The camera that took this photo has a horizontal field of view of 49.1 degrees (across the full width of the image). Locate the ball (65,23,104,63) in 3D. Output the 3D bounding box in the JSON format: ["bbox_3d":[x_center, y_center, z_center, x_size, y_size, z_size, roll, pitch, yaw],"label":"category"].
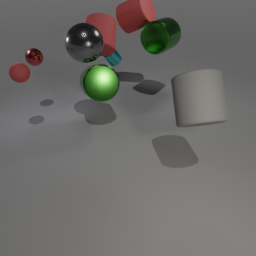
[{"bbox_3d":[-1.581,-3.085,10.188,1.400,1.400,1.400,0,32,0],"label":"ball"}]

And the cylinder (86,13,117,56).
[{"bbox_3d":[-1.235,-4.133,12.492,1.400,1.400,1.400,4,-9,1],"label":"cylinder"}]

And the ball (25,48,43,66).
[{"bbox_3d":[-3.767,-2.848,11.256,0.700,0.700,0.700,0,32,0],"label":"ball"}]

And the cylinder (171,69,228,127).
[{"bbox_3d":[1.979,-0.789,7.838,1.400,1.400,1.400,-6,-4,0],"label":"cylinder"}]

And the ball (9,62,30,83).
[{"bbox_3d":[-3.796,-1.940,9.825,0.700,0.700,0.700,0,32,0],"label":"ball"}]

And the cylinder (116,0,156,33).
[{"bbox_3d":[0.380,-5.351,13.125,1.400,1.400,1.400,-11,22,34],"label":"cylinder"}]

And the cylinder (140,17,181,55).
[{"bbox_3d":[1.477,-4.131,12.531,1.400,1.400,1.400,17,33,26],"label":"cylinder"}]

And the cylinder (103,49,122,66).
[{"bbox_3d":[-0.774,-3.582,14.016,0.700,0.700,0.700,-17,53,25],"label":"cylinder"}]

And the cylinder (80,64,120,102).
[{"bbox_3d":[-1.159,-1.807,11.134,1.400,1.400,1.400,-8,14,-13],"label":"cylinder"}]
